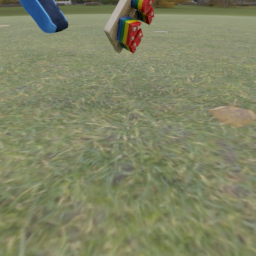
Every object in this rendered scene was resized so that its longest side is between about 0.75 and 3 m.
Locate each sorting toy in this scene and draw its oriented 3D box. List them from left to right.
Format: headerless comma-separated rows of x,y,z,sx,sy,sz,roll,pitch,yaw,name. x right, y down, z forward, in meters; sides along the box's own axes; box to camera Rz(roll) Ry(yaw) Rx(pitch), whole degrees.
0.241,-3.983,10.274,0.804,2.310,2.296,30,2,8,sorting toy

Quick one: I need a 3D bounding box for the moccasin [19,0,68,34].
-2.730,-3.904,8.758,0.843,0.995,2.473,-22,79,-43,moccasin
